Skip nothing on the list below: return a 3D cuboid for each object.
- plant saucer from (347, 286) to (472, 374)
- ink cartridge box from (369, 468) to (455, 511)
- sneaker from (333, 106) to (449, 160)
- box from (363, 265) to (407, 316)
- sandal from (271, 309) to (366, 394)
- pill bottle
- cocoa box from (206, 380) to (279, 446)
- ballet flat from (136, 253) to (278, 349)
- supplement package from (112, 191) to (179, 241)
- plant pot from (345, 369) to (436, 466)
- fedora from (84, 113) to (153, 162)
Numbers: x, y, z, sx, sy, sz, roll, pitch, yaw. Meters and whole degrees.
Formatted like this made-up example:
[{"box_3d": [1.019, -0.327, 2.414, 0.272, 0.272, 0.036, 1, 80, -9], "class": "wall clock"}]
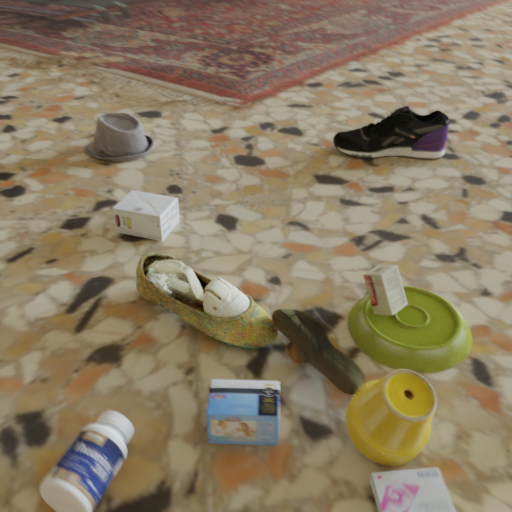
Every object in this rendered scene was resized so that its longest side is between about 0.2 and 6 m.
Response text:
[{"box_3d": [2.437, 1.046, 8.878, 1.940, 0.301, 1.940, 0, 35, 0], "class": "plant saucer"}, {"box_3d": [1.816, 2.863, 6.419, 0.835, 0.184, 0.850, -3, 34, -5], "class": "ink cartridge box"}, {"box_3d": [3.358, -3.193, 14.030, 2.829, 1.239, 1.071, 0, 35, 1], "class": "sneaker"}, {"box_3d": [2.013, 0.526, 8.721, 0.439, 0.687, 0.374, -27, 16, -36], "class": "box"}, {"box_3d": [0.811, 1.400, 8.104, 0.786, 0.525, 1.924, 3, 29, -42], "class": "sandal"}, {"box_3d": [-1.940, 2.426, 6.620, 0.638, 0.638, 1.151, 12, 37, 16], "class": "pill bottle"}, {"box_3d": [-0.158, 2.020, 7.223, 0.911, 0.608, 0.598, 1, 35, 2], "class": "cocoa box"}, {"box_3d": [-0.876, 0.634, 8.943, 2.710, 0.958, 0.958, 22, 41, 27], "class": "ballet flat"}, {"box_3d": [-2.195, -0.816, 11.245, 1.046, 0.580, 0.815, 10, 36, 16], "class": "supplement package"}, {"box_3d": [1.715, 1.901, 6.865, 1.028, 0.967, 1.028, 6, 50, -7], "class": "plant pot"}, {"box_3d": [-3.527, -3.107, 14.257, 1.659, 0.847, 1.876, -28, 44, -34], "class": "fedora"}]
